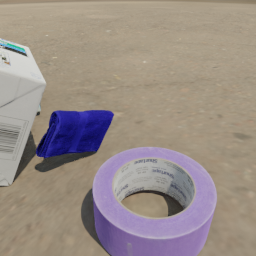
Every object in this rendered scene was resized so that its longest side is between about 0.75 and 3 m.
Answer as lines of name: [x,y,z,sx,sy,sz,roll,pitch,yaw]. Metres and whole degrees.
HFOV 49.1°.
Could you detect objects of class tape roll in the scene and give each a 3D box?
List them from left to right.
tape roll: [0.456,1.387,5.269,2.215,0.941,2.215,1,33,-1]

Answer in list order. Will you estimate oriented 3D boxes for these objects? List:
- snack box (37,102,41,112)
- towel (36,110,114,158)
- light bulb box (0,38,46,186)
snack box: [-3.881,-1.225,10.072,1.366,0.436,2.352,-9,34,-13]
towel: [-1.197,0.156,6.751,1.779,1.314,0.441,-7,46,-49]
light bulb box: [-3.391,-0.589,6.618,1.725,2.740,2.764,13,23,-33]
